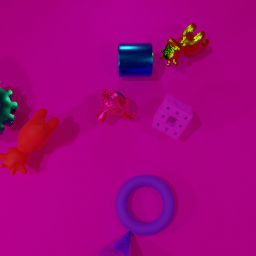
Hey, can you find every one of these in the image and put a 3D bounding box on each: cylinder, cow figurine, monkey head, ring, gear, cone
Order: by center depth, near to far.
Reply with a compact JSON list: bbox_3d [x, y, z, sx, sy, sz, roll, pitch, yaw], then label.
[{"bbox_3d":[-0.124,3.039,7.273,0.958,0.958,0.962,28,46,9],"label":"cone"},{"bbox_3d":[0.468,2.074,7.612,1.615,0.323,1.615,-1,74,2],"label":"ring"},{"bbox_3d":[-2.733,0.412,7.682,0.920,1.676,1.650,38,47,-15],"label":"cow figurine"},{"bbox_3d":[-4.160,-0.607,7.883,1.895,0.350,1.895,17,55,-26],"label":"gear"},{"bbox_3d":[-0.469,-0.604,8.319,1.388,0.836,0.998,42,107,14],"label":"monkey head"},{"bbox_3d":[0.220,-2.129,8.783,1.049,1.049,1.049,-1,70,0],"label":"cylinder"},{"bbox_3d":[1.775,-2.515,8.836,1.472,1.496,0.821,-47,66,16],"label":"cow figurine"}]

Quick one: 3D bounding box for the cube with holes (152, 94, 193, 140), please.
[{"bbox_3d":[1.263,-0.326,7.992,0.814,0.814,0.814,29,114,-2],"label":"cube with holes"}]
